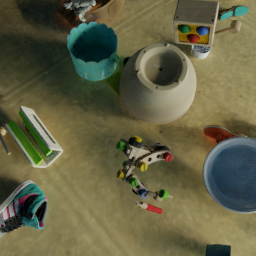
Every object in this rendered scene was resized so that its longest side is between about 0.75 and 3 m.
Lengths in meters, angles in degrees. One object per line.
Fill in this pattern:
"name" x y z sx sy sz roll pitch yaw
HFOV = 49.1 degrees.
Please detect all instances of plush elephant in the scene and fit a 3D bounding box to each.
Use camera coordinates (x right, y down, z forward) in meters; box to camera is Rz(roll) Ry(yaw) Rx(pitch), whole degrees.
"plush elephant" -1.625 -4.270 9.814 1.088 0.842 0.896 -29 77 2

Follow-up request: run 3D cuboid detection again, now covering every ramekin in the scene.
"ramekin" 3.627 1.461 8.994 2.307 1.125 2.307 -2 84 21
"ramekin" 3.172 -3.445 12.261 0.851 0.415 0.851 0 63 0

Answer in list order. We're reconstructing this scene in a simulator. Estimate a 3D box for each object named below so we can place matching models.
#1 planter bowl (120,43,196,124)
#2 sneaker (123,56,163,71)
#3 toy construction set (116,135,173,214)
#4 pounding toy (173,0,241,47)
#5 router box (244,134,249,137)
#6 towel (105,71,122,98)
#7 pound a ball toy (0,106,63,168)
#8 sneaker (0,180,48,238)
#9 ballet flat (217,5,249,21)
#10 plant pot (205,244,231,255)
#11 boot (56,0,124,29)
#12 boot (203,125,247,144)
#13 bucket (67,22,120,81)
"planter bowl" 1.126 -1.816 10.214 3.001 2.020 3.001 0 77 2
"sneaker" 0.968 -2.750 11.565 2.364 1.035 0.895 12 64 6
"toy construction set" 0.219 1.113 7.168 1.489 1.616 1.937 27 34 -34
"pounding toy" 2.576 -3.152 9.130 2.007 1.763 0.918 11 77 15
"router box" 4.271 0.843 10.205 0.808 0.277 1.083 38 69 17
"towel" -0.064 -1.539 11.452 0.828 0.174 1.924 -34 68 -17
"pound a ball toy" -3.661 0.416 10.164 1.601 1.043 2.455 -45 70 8
"sneaker" -3.382 2.926 8.835 1.410 0.976 2.335 25 65 22
"ballet flat" 4.910 -5.527 13.311 1.585 0.537 0.573 -21 46 -6
"plant pot" 2.709 3.873 8.485 0.712 0.758 0.758 6 63 18
"boot" -1.720 -5.734 13.161 2.269 1.121 2.922 33 75 19
"boot" 3.388 0.434 10.123 1.583 0.594 0.849 20 66 27
"bucket" -1.383 -3.105 11.542 2.165 1.409 2.165 0 64 0
